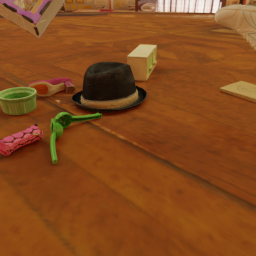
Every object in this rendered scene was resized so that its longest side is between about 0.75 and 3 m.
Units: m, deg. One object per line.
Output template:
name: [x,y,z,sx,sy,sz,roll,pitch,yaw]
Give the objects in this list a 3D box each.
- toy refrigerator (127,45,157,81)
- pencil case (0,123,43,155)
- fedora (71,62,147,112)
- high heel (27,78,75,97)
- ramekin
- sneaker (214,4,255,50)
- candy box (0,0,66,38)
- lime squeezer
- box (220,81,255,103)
toy refrigerator: [0.677,-2.852,11.966,0.886,0.961,2.532,6,27,12]
pencil case: [-2.427,0.267,6.348,0.455,0.440,0.970,11,31,36]
fedora: [-0.572,-1.435,8.914,2.542,1.161,2.542,0,27,0]
high heel: [-2.690,-1.518,9.664,1.662,0.560,0.797,-10,38,-30]
ramekin: [-3.267,-0.804,8.362,1.082,0.528,1.082,0,27,0]
sneaker: [2.990,-2.189,6.359,2.435,0.976,0.856,30,25,37]
candy box: [-2.152,-2.905,5.514,1.742,1.461,0.623,30,-12,-4]
lime squeezer: [-1.546,0.067,6.919,0.890,0.476,2.521,35,30,0]
box: [4.210,-1.253,9.670,1.279,0.166,1.565,-18,32,-31]
